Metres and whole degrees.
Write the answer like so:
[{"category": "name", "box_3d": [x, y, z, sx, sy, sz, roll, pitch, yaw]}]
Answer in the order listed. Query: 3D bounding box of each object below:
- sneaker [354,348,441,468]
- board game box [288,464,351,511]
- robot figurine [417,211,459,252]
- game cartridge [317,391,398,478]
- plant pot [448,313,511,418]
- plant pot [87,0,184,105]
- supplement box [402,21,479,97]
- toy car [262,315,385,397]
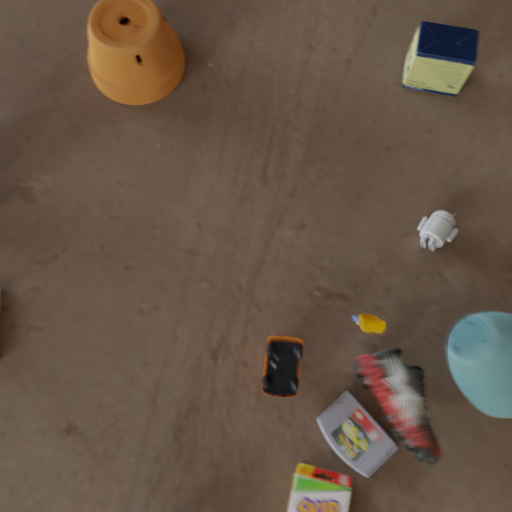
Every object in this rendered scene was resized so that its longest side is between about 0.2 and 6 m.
[{"category": "sneaker", "box_3d": [2.701, 2.568, 9.944, 1.077, 0.780, 2.206, -28, 62, -6]}, {"category": "board game box", "box_3d": [0.995, 4.824, 9.742, 1.021, 0.320, 2.137, 11, 69, 8]}, {"category": "robot figurine", "box_3d": [3.688, -0.536, 11.373, 0.775, 0.516, 0.914, 27, 72, 30]}, {"category": "game cartridge", "box_3d": [1.810, 3.296, 10.273, 0.913, 0.280, 1.371, -41, 77, -9]}, {"category": "plant pot", "box_3d": [4.085, 1.702, 9.764, 1.228, 1.823, 1.823, 36, 73, -22]}, {"category": "plant pot", "box_3d": [-2.711, -4.627, 12.171, 2.153, 1.507, 2.153, 0, 72, 0]}, {"category": "supplement box", "box_3d": [3.976, -4.256, 12.186, 1.253, 1.252, 0.841, 11, 72, 4]}, {"category": "toy car", "box_3d": [1.207, 1.823, 10.403, 2.405, 0.800, 1.179, -12, 98, 1]}]
